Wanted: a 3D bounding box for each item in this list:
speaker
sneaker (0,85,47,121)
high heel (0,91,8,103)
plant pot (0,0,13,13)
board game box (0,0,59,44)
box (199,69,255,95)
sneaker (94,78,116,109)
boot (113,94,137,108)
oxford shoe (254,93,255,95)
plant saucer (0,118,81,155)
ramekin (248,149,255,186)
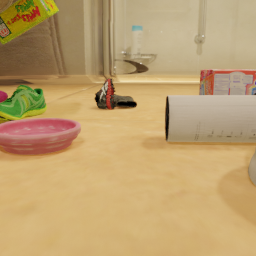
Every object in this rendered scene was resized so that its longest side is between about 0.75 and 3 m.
[{"bbox_3d":[1.995,-0.186,5.798,2.477,1.006,1.006,0,13,3],"label":"speaker"},{"bbox_3d":[-3.326,-0.782,8.427,0.881,0.994,2.379,4,14,14],"label":"sneaker"},{"bbox_3d":[-5.429,-1.048,10.172,1.953,0.658,0.937,-3,2,11],"label":"high heel"},{"bbox_3d":[-3.193,-3.264,5.910,2.127,1.428,2.127,-24,-7,-3],"label":"plant pot"},{"bbox_3d":[-2.847,-3.219,7.998,1.398,0.655,2.752,-28,26,6],"label":"board game box"},{"bbox_3d":[3.977,-1.253,9.449,2.880,1.478,1.363,-2,13,-4],"label":"box"},{"bbox_3d":[-0.885,-1.303,10.592,0.784,0.567,1.604,-10,47,9],"label":"sneaker"},{"bbox_3d":[-0.411,-1.022,10.684,1.454,0.492,0.950,0,13,-5],"label":"boot"},{"bbox_3d":[4.512,-0.453,7.832,0.890,0.890,2.496,18,8,-30],"label":"oxford shoe"},{"bbox_3d":[-1.792,0.150,5.591,1.700,0.431,1.700,0,14,0],"label":"plant saucer"},{"bbox_3d":[3.047,0.152,3.522,2.741,1.336,2.741,0,12,0],"label":"ramekin"}]
